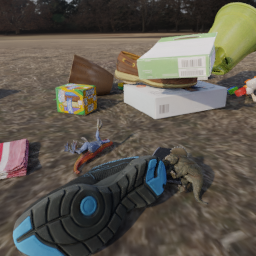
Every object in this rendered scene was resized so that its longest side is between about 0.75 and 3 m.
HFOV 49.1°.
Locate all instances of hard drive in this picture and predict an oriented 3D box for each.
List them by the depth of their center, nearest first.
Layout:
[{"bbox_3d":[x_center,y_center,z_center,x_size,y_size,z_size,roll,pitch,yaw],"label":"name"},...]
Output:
[{"bbox_3d":[0.791,0.699,5.588,0.747,0.235,1.108,6,22,15],"label":"hard drive"}]

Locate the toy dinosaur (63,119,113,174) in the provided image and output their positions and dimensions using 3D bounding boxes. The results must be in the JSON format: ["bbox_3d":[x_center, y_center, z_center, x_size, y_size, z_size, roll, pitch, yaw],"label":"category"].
[{"bbox_3d":[-0.794,0.480,6.140,1.142,1.258,0.661,11,-28,-38],"label":"toy dinosaur"}]

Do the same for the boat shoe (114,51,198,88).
[{"bbox_3d":[0.885,-1.952,9.295,2.881,0.973,1.037,13,26,20],"label":"boat shoe"}]

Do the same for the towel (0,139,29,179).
[{"bbox_3d":[-3.147,0.665,5.688,2.127,0.242,1.532,-7,21,-16],"label":"towel"}]

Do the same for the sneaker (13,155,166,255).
[{"bbox_3d":[-0.505,1.074,4.085,2.448,0.896,1.003,-15,6,-43],"label":"sneaker"}]

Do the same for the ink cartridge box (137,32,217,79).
[{"bbox_3d":[1.533,-2.110,8.029,1.867,0.615,2.565,1,28,22],"label":"ink cartridge box"}]

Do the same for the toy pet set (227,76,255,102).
[{"bbox_3d":[5.069,-1.157,9.502,2.740,1.558,2.934,-25,2,18],"label":"toy pet set"}]

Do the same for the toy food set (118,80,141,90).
[{"bbox_3d":[0.953,-2.040,12.120,2.592,0.637,2.619,19,28,40],"label":"toy food set"}]

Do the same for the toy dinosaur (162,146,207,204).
[{"bbox_3d":[0.997,0.726,4.869,0.673,0.506,1.315,-20,37,-24],"label":"toy dinosaur"}]

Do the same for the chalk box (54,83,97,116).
[{"bbox_3d":[-1.784,-0.968,9.085,1.332,0.826,0.831,9,22,21],"label":"chalk box"}]

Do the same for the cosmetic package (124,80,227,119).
[{"bbox_3d":[1.573,-1.124,9.658,2.838,0.733,2.140,-11,21,-25],"label":"cosmetic package"}]

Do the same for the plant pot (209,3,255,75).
[{"bbox_3d":[3.896,-3.285,10.988,2.274,2.274,2.091,22,62,44],"label":"plant pot"}]

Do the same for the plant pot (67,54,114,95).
[{"bbox_3d":[-1.451,-1.886,10.879,1.656,1.548,1.548,12,18,-15],"label":"plant pot"}]

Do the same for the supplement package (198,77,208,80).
[{"bbox_3d":[3.622,-2.811,14.148,0.600,0.608,1.003,0,21,-1],"label":"supplement package"}]
